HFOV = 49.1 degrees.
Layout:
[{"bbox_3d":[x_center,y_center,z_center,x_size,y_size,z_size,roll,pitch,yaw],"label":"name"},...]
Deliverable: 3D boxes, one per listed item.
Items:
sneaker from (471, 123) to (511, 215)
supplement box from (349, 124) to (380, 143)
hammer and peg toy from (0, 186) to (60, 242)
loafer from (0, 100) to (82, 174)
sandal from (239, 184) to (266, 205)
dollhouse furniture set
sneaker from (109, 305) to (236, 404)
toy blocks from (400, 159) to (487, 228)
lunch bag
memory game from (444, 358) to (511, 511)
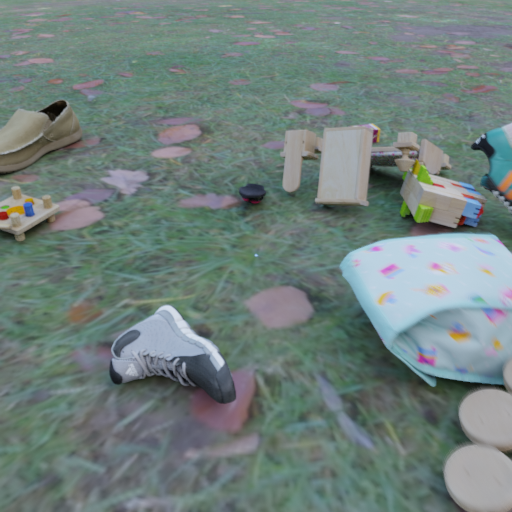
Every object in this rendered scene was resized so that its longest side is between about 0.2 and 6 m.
[{"bbox_3d":[5.040,-1.331,11.133,0.970,2.428,0.866,-20,-3,19],"label":"sneaker"},{"bbox_3d":[3.002,-3.397,15.659,0.773,0.399,0.506,-9,33,-13],"label":"supplement box"},{"bbox_3d":[-4.976,-0.738,11.302,1.261,0.605,1.714,16,36,20],"label":"hammer and peg toy"},{"bbox_3d":[-6.034,-3.177,14.582,1.325,1.175,3.484,14,35,21],"label":"loafer"},{"bbox_3d":[-0.066,-1.359,12.461,0.571,0.343,1.521,13,13,2],"label":"sandal"},{"bbox_3d":[2.624,-1.836,13.233,2.872,1.644,3.368,7,1,36],"label":"dollhouse furniture set"},{"bbox_3d":[-1.270,1.551,7.623,1.296,0.842,2.244,-23,29,-24],"label":"sneaker"},{"bbox_3d":[3.973,-1.143,11.637,1.580,1.155,2.311,15,23,-1],"label":"toy blocks"},{"bbox_3d":[2.655,0.689,8.102,2.551,1.556,2.173,2,30,-11],"label":"lunch bag"},{"bbox_3d":[4.033,2.384,5.793,3.986,0.254,3.986,-12,37,9],"label":"memory game"}]
